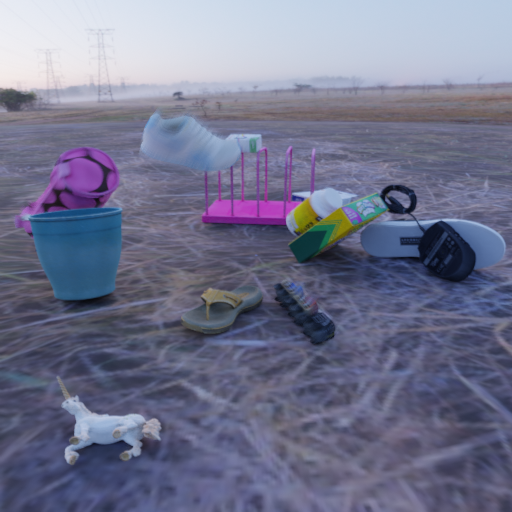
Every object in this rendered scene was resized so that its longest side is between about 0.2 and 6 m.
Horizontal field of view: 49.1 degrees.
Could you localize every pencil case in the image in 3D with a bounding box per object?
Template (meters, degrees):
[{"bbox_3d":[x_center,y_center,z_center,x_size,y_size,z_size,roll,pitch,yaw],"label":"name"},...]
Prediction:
[{"bbox_3d":[-3.473,-1.018,10.188,1.185,1.148,2.530,10,-27,-34],"label":"pencil case"}]

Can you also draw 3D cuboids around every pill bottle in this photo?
[{"bbox_3d":[1.223,-0.903,11.677,0.666,0.666,1.219,-16,-15,-42],"label":"pill bottle"}]

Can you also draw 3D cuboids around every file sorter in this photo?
[{"bbox_3d":[0.156,-1.857,14.210,2.773,1.739,1.927,2,17,7],"label":"file sorter"}]

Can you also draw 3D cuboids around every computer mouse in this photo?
[{"bbox_3d":[3.172,-0.504,10.476,0.478,0.823,2.807,10,34,-30],"label":"computer mouse"}]

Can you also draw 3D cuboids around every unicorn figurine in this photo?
[{"bbox_3d":[-1.491,1.637,5.342,1.206,0.445,0.828,14,7,-2],"label":"unicorn figurine"}]

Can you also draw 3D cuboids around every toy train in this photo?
[{"bbox_3d":[0.682,0.758,8.126,0.426,0.318,1.862,-12,21,-13],"label":"toy train"}]

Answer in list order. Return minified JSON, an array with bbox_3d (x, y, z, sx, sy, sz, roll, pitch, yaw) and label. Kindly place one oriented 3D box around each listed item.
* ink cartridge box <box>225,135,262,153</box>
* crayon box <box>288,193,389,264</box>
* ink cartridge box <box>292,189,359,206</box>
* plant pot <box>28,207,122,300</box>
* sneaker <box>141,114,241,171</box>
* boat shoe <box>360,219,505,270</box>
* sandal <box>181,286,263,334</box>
[{"bbox_3d":[-0.302,-2.695,13.435,0.779,0.341,0.566,2,24,14],"label":"ink cartridge box"},{"bbox_3d":[1.621,-0.556,10.901,1.421,0.480,1.647,-36,-7,38],"label":"crayon box"},{"bbox_3d":[1.954,-1.614,15.878,1.371,0.278,1.368,-12,21,-34],"label":"ink cartridge box"},{"bbox_3d":[-2.778,-0.036,8.907,1.417,1.332,1.417,-4,10,1],"label":"plant pot"},{"bbox_3d":[-1.364,-2.512,12.389,2.222,0.898,0.850,5,43,-21],"label":"sneaker"},{"bbox_3d":[3.373,-0.340,10.797,2.675,0.918,0.757,7,18,27],"label":"boat shoe"},{"bbox_3d":[-0.486,0.668,8.222,0.712,0.479,1.772,10,20,30],"label":"sandal"}]
